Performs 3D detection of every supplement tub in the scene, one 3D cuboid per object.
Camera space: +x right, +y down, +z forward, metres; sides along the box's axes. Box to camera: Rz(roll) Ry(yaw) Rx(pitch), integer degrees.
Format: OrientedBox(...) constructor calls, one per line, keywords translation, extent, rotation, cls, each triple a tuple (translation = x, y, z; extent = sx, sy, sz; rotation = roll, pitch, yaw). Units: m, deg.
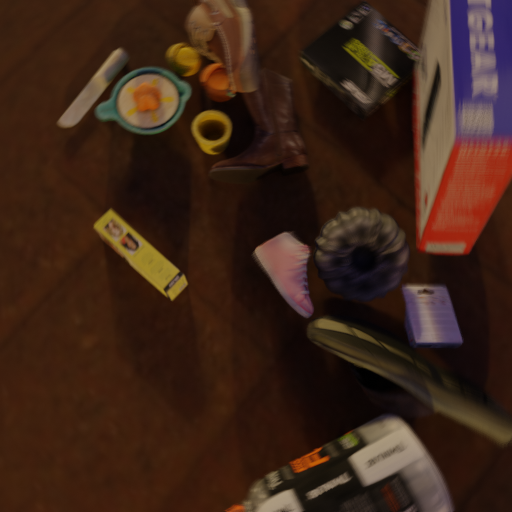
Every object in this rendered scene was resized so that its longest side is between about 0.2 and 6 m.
OrientedBox(translation=(1.105, 3.586, 7.837), extent=(2.799, 1.715, 1.715), rotation=(-25, 76, -7), cls="supplement tub")

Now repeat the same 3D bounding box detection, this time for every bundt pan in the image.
OrientedBox(translation=(1.721, 0.034, 9.082), extent=(1.614, 0.606, 1.614), rotation=(1, 100, 6), cls="bundt pan")

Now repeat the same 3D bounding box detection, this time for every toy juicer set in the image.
OrientedBox(translation=(-1.856, -3.084, 10.117), extent=(3.181, 0.866, 2.024), rotation=(12, 75, 4), cls="toy juicer set")

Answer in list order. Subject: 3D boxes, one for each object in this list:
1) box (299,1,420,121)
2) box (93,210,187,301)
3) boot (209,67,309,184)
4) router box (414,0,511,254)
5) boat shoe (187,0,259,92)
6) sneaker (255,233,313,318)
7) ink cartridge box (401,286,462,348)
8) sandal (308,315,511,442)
OrientedBox(translation=(2.004, -3.687, 10.516), extent=(1.687, 0.415, 1.747), rotation=(-40, 78, -12), cls="box")
OrientedBox(translation=(-1.929, 0.000, 9.396), extent=(1.711, 0.644, 0.429), rotation=(39, 76, 11), cls="box")
OrientedBox(translation=(-0.094, -2.361, 10.024), extent=(1.864, 0.642, 2.000), rotation=(-8, 78, -16), cls="boot")
OrientedBox(translation=(3.040, -2.270, 8.446), extent=(0.863, 3.172, 3.535), rotation=(3, 66, 9), cls="router box")
OrientedBox(translation=(-0.620, -3.938, 9.987), extent=(1.125, 1.187, 3.134), rotation=(-11, 50, 1), cls="boat shoe")
OrientedBox(translation=(0.649, 0.257, 9.020), extent=(0.743, 0.535, 1.421), rotation=(-37, 76, 13), cls="sneaker")
OrientedBox(translation=(2.838, 1.007, 9.228), extent=(0.845, 0.261, 1.042), rotation=(2, 55, -12), cls="ink cartridge box")
OrientedBox(translation=(2.263, 2.001, 8.540), extent=(3.433, 1.363, 0.980), rotation=(30, 107, 5), cls="sandal")
